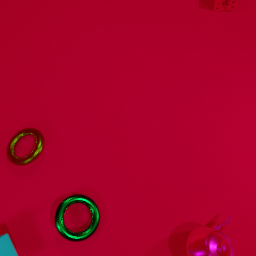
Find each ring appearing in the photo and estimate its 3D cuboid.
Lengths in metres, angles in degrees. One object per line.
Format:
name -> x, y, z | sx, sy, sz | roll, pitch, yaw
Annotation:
ring -> -3.062, 0.545, 8.365 | 1.240, 0.248, 1.240 | -8, 60, 14
ring -> -1.392, 2.483, 7.773 | 1.271, 0.254, 1.271 | 7, 68, -19

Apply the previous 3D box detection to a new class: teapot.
teapot -> 2.217, 3.147, 7.320 | 1.264, 0.995, 2.033 | 43, 48, -2

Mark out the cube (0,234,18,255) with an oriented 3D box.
cube -> -3.288, 3.179, 6.838 | 0.779, 0.779, 0.779 | -29, 86, 38

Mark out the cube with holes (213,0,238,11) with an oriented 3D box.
cube with holes -> 3.360, -4.623, 9.651 | 0.749, 0.749, 0.749 | 0, 74, 13
